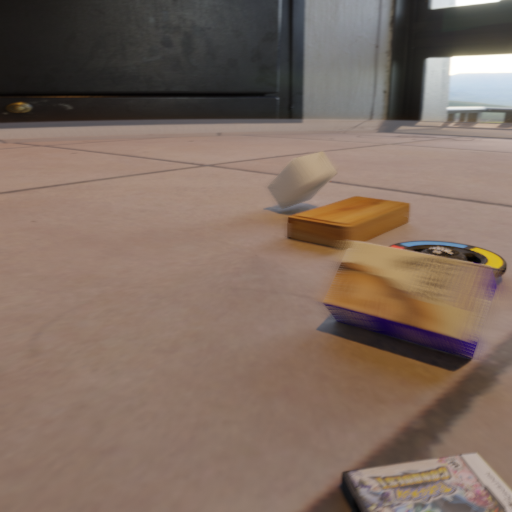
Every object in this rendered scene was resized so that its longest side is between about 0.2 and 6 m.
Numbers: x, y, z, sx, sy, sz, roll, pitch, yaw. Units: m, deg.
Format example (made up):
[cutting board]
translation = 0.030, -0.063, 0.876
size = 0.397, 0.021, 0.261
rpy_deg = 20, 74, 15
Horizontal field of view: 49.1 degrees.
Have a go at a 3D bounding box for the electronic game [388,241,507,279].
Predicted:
[electronic game]
translation = 2.909, 0.064, 8.763
size = 1.863, 0.388, 1.863
rpy_deg = 0, 17, 0

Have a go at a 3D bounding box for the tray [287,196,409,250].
[tray]
translation = 1.918, -0.741, 11.258
size = 1.299, 0.488, 2.634
rpy_deg = 13, 21, 36

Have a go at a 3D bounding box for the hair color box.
[hair color box]
translation = 1.740, 0.454, 6.451
size = 1.699, 0.551, 0.929
rpy_deg = 12, 65, 37

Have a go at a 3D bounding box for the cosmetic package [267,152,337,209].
[cosmetic package]
translation = 1.073, -1.762, 13.053
size = 1.124, 0.691, 1.120
rpy_deg = -21, -16, -43

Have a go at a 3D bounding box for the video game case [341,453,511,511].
[video game case]
translation = 1.256, 1.733, 3.743
size = 1.103, 0.141, 0.997
rpy_deg = -3, 18, -11
